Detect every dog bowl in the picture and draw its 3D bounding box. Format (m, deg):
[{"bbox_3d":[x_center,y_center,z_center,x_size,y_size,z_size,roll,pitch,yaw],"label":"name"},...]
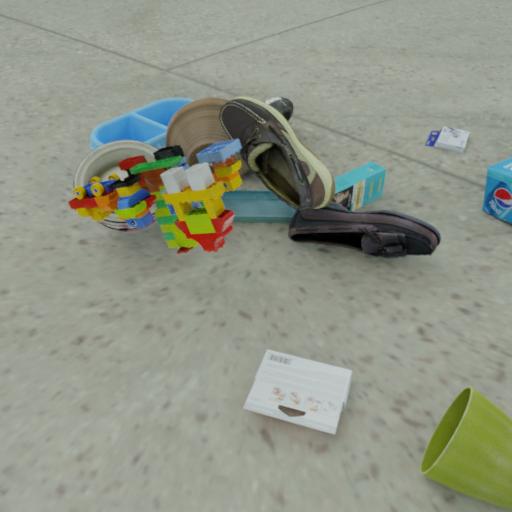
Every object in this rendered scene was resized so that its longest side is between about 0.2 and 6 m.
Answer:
[{"bbox_3d":[-2.442,-2.830,13.271,1.885,0.838,3.382,28,46,31],"label":"dog bowl"},{"bbox_3d":[-2.414,-1.246,10.446,1.810,0.668,1.810,2,63,-5],"label":"dog bowl"}]

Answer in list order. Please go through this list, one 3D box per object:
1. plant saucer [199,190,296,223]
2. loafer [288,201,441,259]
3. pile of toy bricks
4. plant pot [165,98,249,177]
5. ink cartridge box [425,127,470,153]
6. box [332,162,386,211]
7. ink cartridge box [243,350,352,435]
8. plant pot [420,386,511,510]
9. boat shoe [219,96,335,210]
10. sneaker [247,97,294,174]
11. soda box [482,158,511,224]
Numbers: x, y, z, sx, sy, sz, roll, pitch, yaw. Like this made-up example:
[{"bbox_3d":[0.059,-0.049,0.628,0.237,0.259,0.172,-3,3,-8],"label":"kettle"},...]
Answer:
[{"bbox_3d":[-0.547,-1.006,11.459,2.804,0.266,0.980,0,39,1],"label":"plant saucer"},{"bbox_3d":[1.890,-0.333,10.235,2.761,0.992,0.870,15,60,27],"label":"loafer"},{"bbox_3d":[-1.285,-0.719,8.674,3.153,1.557,1.749,-1,29,38],"label":"pile of toy bricks"},{"bbox_3d":[-0.843,-2.016,10.871,1.880,1.880,0.868,-1,45,-2],"label":"plant pot"},{"bbox_3d":[4.747,-2.911,13.881,0.938,0.190,0.936,15,41,18],"label":"ink cartridge box"},{"bbox_3d":[1.909,-1.299,11.452,1.711,0.704,0.421,-28,46,-29],"label":"box"},{"bbox_3d":[0.593,1.920,7.773,1.295,0.282,1.124,12,41,14],"label":"ink cartridge box"},{"bbox_3d":[2.818,2.405,6.606,1.293,1.210,1.210,30,46,14],"label":"plant pot"},{"bbox_3d":[0.208,-1.777,9.441,2.644,0.968,0.857,45,39,22],"label":"boat shoe"},{"bbox_3d":[0.330,-2.733,13.089,1.354,0.994,2.992,23,47,22],"label":"sneaker"},{"bbox_3d":[6.176,-1.662,11.530,3.144,1.009,1.067,-23,36,-23],"label":"soda box"}]
